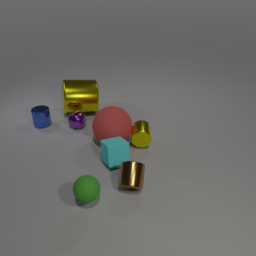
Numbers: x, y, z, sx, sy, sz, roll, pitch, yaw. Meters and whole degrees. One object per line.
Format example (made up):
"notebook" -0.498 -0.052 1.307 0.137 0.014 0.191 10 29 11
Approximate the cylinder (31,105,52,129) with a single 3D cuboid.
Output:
"cylinder" -3.449 -0.447 11.146 0.700 0.700 0.700 0 32 0

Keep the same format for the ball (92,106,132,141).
"ball" -0.547 -0.075 9.817 1.400 1.400 1.400 0 31 0

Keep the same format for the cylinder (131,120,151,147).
"cylinder" 0.466 0.195 9.818 0.700 0.700 0.700 1 35 2

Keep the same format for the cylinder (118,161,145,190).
"cylinder" 0.106 1.342 7.891 0.700 0.700 0.700 5 72 8

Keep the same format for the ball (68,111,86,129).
"ball" -1.993 -0.326 10.953 0.700 0.700 0.700 0 31 0

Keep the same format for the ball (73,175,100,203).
"ball" -1.059 1.557 7.192 0.700 0.700 0.700 0 31 0

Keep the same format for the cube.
"cube" -0.412 0.744 8.860 0.700 0.700 0.700 -11 19 -22

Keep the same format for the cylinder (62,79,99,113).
"cylinder" -2.035 -1.342 11.816 1.400 1.400 1.400 -3 30 -17
